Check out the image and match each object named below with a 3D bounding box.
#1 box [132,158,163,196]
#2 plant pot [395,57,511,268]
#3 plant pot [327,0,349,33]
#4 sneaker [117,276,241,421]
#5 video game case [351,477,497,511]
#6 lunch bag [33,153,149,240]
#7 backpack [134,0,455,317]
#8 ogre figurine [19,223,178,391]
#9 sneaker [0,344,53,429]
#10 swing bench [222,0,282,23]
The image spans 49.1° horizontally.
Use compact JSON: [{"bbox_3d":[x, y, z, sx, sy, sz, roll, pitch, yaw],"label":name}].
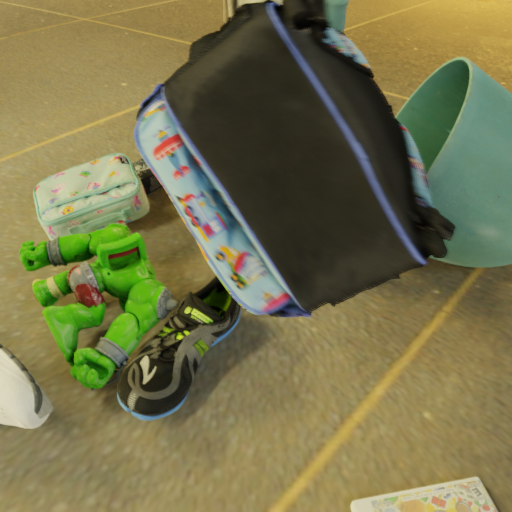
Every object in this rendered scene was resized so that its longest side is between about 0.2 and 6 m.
[{"bbox_3d":[-2.450,-1.706,12.166,0.740,0.459,0.728,27,46,31],"label":"box"},{"bbox_3d":[3.592,-1.275,9.529,2.558,3.187,3.187,27,37,-10],"label":"plant pot"},{"bbox_3d":[0.979,-3.979,9.507,1.200,1.128,1.200,11,46,-12],"label":"plant pot"},{"bbox_3d":[-1.022,1.129,7.833,0.950,1.111,2.681,26,44,15],"label":"sneaker"},{"bbox_3d":[1.985,3.163,5.967,1.579,0.181,1.437,-7,38,-9],"label":"video game case"},{"bbox_3d":[-3.165,-1.125,10.870,2.106,0.812,1.689,-22,41,-8],"label":"lunch bag"},{"bbox_3d":[0.608,-1.317,6.924,2.378,3.227,3.535,-29,12,22],"label":"backpack"},{"bbox_3d":[-2.358,0.504,8.483,1.763,1.443,2.941,-28,32,-15],"label":"ogre figurine"},{"bbox_3d":[-4.099,1.768,7.179,3.361,1.252,1.464,7,44,23],"label":"sneaker"},{"bbox_3d":[-0.074,-4.175,9.677,0.772,1.184,1.191,0,-6,-20],"label":"swing bench"}]
